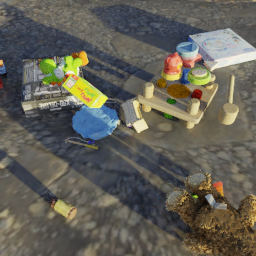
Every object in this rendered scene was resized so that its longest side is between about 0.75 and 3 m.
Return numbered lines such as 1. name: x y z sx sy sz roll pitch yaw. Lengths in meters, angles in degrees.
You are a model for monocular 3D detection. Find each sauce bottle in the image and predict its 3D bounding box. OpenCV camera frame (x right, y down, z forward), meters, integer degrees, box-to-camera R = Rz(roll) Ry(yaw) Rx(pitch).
1. sauce bottle: -1.548 1.730 6.290 0.844 0.279 0.279 26 51 20

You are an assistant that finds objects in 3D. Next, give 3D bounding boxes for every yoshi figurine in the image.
1. yoshi figurine: -1.761 -1.675 7.351 0.745 0.747 1.330 39 57 16

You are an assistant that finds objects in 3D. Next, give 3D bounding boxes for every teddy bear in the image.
1. teddy bear: 1.862 1.936 5.710 2.396 0.800 1.737 26 59 26

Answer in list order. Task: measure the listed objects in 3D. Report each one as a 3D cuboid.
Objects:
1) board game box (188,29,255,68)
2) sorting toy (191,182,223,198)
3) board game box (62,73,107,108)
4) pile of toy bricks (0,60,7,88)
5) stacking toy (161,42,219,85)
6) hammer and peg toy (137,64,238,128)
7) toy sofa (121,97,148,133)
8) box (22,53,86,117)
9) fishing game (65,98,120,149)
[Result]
1. board game box: 3.693 -3.183 11.064 1.947 0.422 1.937 -14 47 -14
2. sorting toy: 1.755 1.583 6.405 1.091 0.378 0.376 -14 55 -15
3. board game box: -0.909 -0.794 6.257 0.719 1.416 0.337 38 94 -1
4. pile of toy bricks: -5.226 -2.473 9.684 1.553 1.382 2.799 -16 47 -15
5. stacking toy: 1.408 -1.504 6.209 1.064 0.497 1.176 22 52 24
6. hammer and peg toy: 1.925 -0.946 8.474 2.786 0.983 2.049 22 48 19
7. toy sofa: 0.184 -0.372 8.258 0.516 0.438 1.058 -24 45 10
8. box: -2.433 -1.495 9.251 1.942 0.613 2.462 -10 46 -10
9. fishing game: -0.934 -0.193 8.218 1.375 0.298 1.920 10 54 10
